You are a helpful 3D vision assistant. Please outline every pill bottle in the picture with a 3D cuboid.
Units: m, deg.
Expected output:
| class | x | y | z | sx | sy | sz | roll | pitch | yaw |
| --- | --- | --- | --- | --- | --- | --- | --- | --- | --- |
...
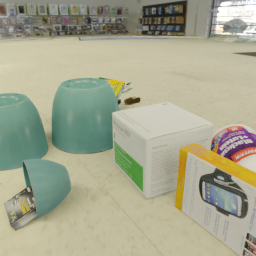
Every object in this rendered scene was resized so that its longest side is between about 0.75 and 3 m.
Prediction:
| class | x | y | z | sx | sy | sz | roll | pitch | yaw |
| --- | --- | --- | --- | --- | --- | --- | --- | --- | --- |
| pill bottle | 3.058 | 1.087 | 7.026 | 1.535 | 1.535 | 2.755 | 0 | 23 | 0 |

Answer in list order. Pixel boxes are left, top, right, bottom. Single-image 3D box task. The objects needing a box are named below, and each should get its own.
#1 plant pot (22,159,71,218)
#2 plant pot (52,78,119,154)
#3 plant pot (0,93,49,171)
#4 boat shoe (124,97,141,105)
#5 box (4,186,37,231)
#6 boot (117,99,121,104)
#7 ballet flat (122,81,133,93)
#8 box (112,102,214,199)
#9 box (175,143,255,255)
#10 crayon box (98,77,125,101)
| class | x | y | z | sx | sy | sz | roll | pitch | yaw |
| --- | --- | --- | --- | --- | --- | --- | --- | --- | --- |
| plant pot | -1.904 | 1.327 | 6.717 | 0.918 | 1.363 | 1.363 | -13 | 27 | -27 |
| plant pot | -1.521 | -0.620 | 10.239 | 2.677 | 2.148 | 2.677 | 1 | 23 | 0 |
| plant pot | -3.957 | -0.044 | 9.194 | 2.395 | 1.922 | 2.395 | 0 | 24 | 0 |
| boat shoe | 0.173 | -1.401 | 14.341 | 1.017 | 0.372 | 0.329 | -9 | 16 | -34 |
| box | -2.478 | 1.859 | 6.606 | 0.728 | 0.222 | 0.919 | -35 | 35 | -15 |
| boot | -0.792 | -1.308 | 14.153 | 0.669 | 0.267 | 0.812 | 20 | 33 | 16 |
| ballet flat | -0.219 | -2.430 | 16.471 | 0.534 | 0.534 | 1.538 | 15 | 28 | 30 |
| box | 0.898 | 0.503 | 8.036 | 2.118 | 1.815 | 2.108 | -11 | 26 | -24 |
| box | 2.158 | 1.596 | 5.736 | 0.580 | 1.664 | 2.795 | -16 | 29 | -34 |
| crayon box | -0.942 | -1.629 | 12.325 | 1.259 | 0.425 | 1.459 | 11 | 42 | 14 |
